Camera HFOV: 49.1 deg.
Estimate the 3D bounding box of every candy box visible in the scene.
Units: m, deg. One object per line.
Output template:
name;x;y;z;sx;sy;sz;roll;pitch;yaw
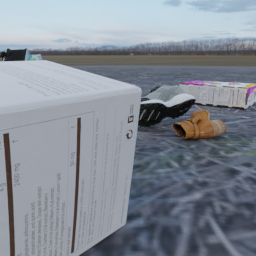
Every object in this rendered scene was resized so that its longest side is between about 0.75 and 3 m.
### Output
candy box;3.559;-1.385;11.082;2.639;0.805;1.800;11;18;33

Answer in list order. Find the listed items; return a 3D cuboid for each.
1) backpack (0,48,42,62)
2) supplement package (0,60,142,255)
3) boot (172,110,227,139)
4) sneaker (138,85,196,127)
backpack;-3.508;-1.599;9.610;1.433;1.690;1.904;1;-29;-10
supplement package;-1.454;0.398;2.423;1.692;1.671;2.790;23;26;37
boot;1.581;-0.056;6.911;1.079;0.533;1.390;-9;24;-15
sneaker;0.791;-0.687;7.693;2.358;0.872;0.935;-14;56;-39
